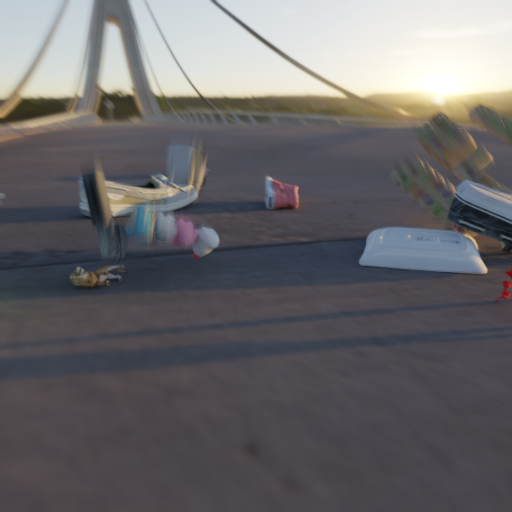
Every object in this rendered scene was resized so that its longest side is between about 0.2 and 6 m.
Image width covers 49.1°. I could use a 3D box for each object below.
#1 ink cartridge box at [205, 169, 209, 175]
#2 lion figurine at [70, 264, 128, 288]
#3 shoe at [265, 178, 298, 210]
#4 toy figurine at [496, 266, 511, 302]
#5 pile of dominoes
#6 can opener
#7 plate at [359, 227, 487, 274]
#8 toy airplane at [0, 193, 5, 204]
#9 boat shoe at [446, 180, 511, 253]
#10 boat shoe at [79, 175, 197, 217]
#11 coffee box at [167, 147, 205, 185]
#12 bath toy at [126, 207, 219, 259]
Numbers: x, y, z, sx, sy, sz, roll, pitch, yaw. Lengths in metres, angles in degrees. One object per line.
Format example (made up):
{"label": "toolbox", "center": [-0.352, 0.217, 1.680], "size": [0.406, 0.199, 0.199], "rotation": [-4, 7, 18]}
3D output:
{"label": "ink cartridge box", "center": [-1.975, -2.536, 17.061], "size": [0.590, 0.208, 0.989], "rotation": [13, 24, 38]}
{"label": "lion figurine", "center": [-2.066, 0.264, 7.391], "size": [0.468, 0.277, 0.765], "rotation": [-3, 1, 17]}
{"label": "shoe", "center": [0.560, -1.388, 12.575], "size": [0.690, 0.542, 1.517], "rotation": [1, 21, -2]}
{"label": "toy figurine", "center": [3.652, 0.494, 6.313], "size": [1.529, 0.806, 0.916], "rotation": [-7, 46, -14]}
{"label": "pile of dominoes", "center": [3.753, -1.614, 9.924], "size": [2.197, 0.449, 2.818], "rotation": [-41, 36, 11]}
{"label": "can opener", "center": [-2.015, -0.542, 7.529], "size": [0.307, 1.152, 0.385], "rotation": [-12, 1, 25]}
{"label": "plate", "center": [2.560, -0.148, 8.668], "size": [1.767, 0.286, 1.763], "rotation": [5, 16, 15]}
{"label": "toy airplane", "center": [-5.605, -1.065, 11.445], "size": [0.710, 0.501, 0.707], "rotation": [-29, -7, 20]}
{"label": "boat shoe", "center": [4.051, -0.431, 8.726], "size": [2.206, 0.782, 0.795], "rotation": [26, 31, 8]}
{"label": "boat shoe", "center": [-2.432, -1.346, 11.809], "size": [2.578, 0.827, 0.950], "rotation": [-10, 19, -30]}
{"label": "coffee box", "center": [-1.214, -1.568, 9.848], "size": [0.423, 0.606, 1.060], "rotation": [2, 6, 8]}
{"label": "bath toy", "center": [-1.161, -0.304, 8.013], "size": [1.324, 0.489, 0.576], "rotation": [19, 26, -37]}
